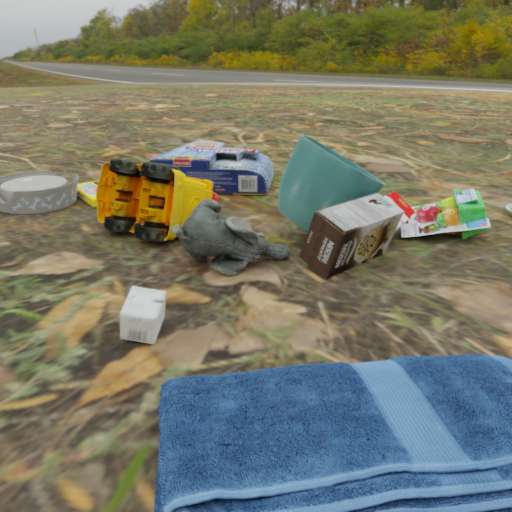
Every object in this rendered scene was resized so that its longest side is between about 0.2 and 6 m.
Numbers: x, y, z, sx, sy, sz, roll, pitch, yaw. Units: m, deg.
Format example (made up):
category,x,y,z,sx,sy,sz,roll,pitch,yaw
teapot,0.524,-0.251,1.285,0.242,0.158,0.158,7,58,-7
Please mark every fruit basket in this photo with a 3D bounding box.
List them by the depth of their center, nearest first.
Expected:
category,x,y,z,sx,sy,sz,roll,pitch,yaw
fruit basket,3.709,-0.840,11.195,1.629,0.764,1.509,-2,27,15

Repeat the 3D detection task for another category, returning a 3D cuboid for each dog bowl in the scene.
category,x,y,z,sx,sy,sz,roll,pitch,yaw
dog bowl,-5.167,-1.497,13.104,2.027,0.594,2.027,0,21,0

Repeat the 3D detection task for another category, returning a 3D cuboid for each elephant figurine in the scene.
category,x,y,z,sx,sy,sz,roll,pitch,yaw
elephant figurine,-0.365,-0.232,9.440,1.649,1.167,1.279,23,57,14

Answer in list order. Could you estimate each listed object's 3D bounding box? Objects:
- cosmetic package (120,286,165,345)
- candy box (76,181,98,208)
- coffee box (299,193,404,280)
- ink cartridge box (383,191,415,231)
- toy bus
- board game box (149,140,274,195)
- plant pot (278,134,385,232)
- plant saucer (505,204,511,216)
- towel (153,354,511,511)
category,x,y,z,sx,sy,sz,roll,pitch,yaw
cosmetic package,-1.464,0.765,7.270,0.462,0.462,0.560,10,37,-1
candy box,-3.855,-1.534,13.702,0.875,0.226,1.713,-17,27,-32
coffee box,1.631,-0.364,9.540,1.705,0.964,0.681,-20,49,-40
ink cartridge box,2.538,-0.764,10.903,1.131,0.380,0.657,-32,76,-40
toy bus,-1.848,-1.134,11.312,2.140,1.452,2.055,13,11,34
board game box,-1.035,-2.462,15.115,2.945,0.908,2.943,2,22,5
plant pot,1.251,-1.213,10.588,1.813,1.455,1.813,29,16,-9
plant saucer,5.866,-0.910,12.112,0.906,0.227,0.906,0,21,0
towel,1.006,1.593,4.804,3.807,0.924,2.126,-3,21,-7
